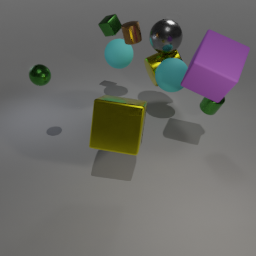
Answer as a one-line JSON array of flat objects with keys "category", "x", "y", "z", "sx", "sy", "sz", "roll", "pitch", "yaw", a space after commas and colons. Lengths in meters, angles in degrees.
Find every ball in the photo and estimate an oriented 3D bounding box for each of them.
[{"category": "ball", "x": 1.822, "y": -2.183, "z": 11.597, "sx": 1.400, "sy": 1.400, "sz": 1.400, "roll": 0, "pitch": 31, "yaw": 0}, {"category": "ball", "x": -2.866, "y": -1.721, "z": 9.129, "sx": 0.700, "sy": 0.700, "sz": 0.700, "roll": 0, "pitch": 31, "yaw": 0}, {"category": "ball", "x": -0.439, "y": -3.572, "z": 13.509, "sx": 1.400, "sy": 1.400, "sz": 1.400, "roll": 0, "pitch": 31, "yaw": 0}, {"category": "ball", "x": 1.595, "y": -3.850, "z": 11.820, "sx": 1.400, "sy": 1.400, "sz": 1.400, "roll": 0, "pitch": 31, "yaw": 0}]

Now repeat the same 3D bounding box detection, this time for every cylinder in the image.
[{"category": "cylinder", "x": 1.647, "y": -2.813, "z": 12.844, "sx": 1.400, "sy": 1.400, "sz": 1.400, "roll": -25, "pitch": 34, "yaw": -2}, {"category": "cylinder", "x": 0.144, "y": -3.687, "z": 10.847, "sx": 0.700, "sy": 0.700, "sz": 0.700, "roll": -10, "pitch": 34, "yaw": 7}, {"category": "cylinder", "x": 3.125, "y": -0.951, "z": 10.409, "sx": 0.700, "sy": 0.700, "sz": 0.700, "roll": 7, "pitch": 56, "yaw": -10}]

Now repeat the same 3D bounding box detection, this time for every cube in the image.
[{"category": "cube", "x": -0.242, "y": -0.139, "z": 8.258, "sx": 1.400, "sy": 1.400, "sz": 1.400, "roll": 9, "pitch": 12, "yaw": 5}, {"category": "cube", "x": -0.831, "y": -4.849, "z": 13.249, "sx": 0.700, "sy": 0.700, "sz": 0.700, "roll": 9, "pitch": 55, "yaw": 43}, {"category": "cube", "x": 2.711, "y": -1.920, "z": 8.870, "sx": 1.400, "sy": 1.400, "sz": 1.400, "roll": 26, "pitch": 68, "yaw": 3}]
